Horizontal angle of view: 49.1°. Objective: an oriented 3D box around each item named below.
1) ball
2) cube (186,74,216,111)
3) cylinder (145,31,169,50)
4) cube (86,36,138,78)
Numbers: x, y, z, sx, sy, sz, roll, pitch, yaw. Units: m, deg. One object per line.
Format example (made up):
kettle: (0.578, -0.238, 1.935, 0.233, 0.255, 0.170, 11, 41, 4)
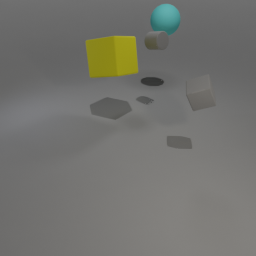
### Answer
ball: (1.745, -5.045, 13.110, 1.400, 1.400, 1.400, 0, 29, 0)
cube: (2.166, -1.041, 8.329, 0.700, 0.700, 0.700, -14, 41, 24)
cylinder: (1.135, -3.456, 11.087, 0.700, 0.700, 0.700, -23, 27, -35)
cube: (-0.592, -2.722, 10.770, 1.400, 1.400, 1.400, 4, 17, 34)
